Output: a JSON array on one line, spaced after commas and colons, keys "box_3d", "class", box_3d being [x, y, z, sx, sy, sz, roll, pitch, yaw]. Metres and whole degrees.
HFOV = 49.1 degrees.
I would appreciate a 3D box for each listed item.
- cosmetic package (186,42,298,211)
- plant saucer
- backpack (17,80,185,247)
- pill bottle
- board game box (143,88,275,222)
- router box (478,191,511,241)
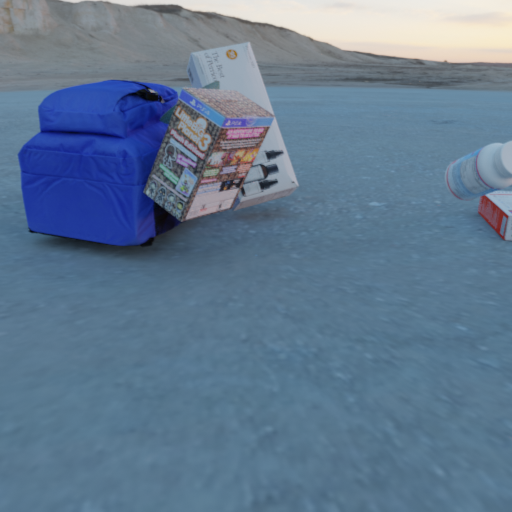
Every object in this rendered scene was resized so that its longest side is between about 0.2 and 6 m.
[{"box_3d": [-0.325, -2.900, 12.511, 1.442, 3.494, 0.885, -17, -6, -18], "class": "cosmetic package"}, {"box_3d": [-1.090, -2.577, 9.666, 1.234, 0.222, 1.234, -32, 9, 6], "class": "plant saucer"}, {"box_3d": [-2.393, -1.945, 11.198, 2.895, 2.990, 3.563, 14, 22, 18], "class": "backpack"}, {"box_3d": [2.852, -1.056, 6.925, 0.559, 0.559, 1.027, -7, -6, -18], "class": "pill bottle"}, {"box_3d": [-0.763, -1.656, 9.112, 0.905, 1.868, 1.489, 37, 28, 18], "class": "board game box"}, {"box_3d": [5.981, -0.834, 11.586, 2.164, 0.529, 1.942, 2, 21, 6], "class": "router box"}]
